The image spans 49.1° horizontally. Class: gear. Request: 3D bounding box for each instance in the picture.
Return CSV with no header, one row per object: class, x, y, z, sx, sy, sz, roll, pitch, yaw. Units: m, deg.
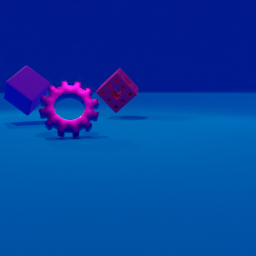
gear,-1.409,-0.464,6.769,1.397,1.397,0.258,-2,-22,-13

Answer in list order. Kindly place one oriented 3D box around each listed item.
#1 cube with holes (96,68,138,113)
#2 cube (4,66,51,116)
cube with holes,-0.414,-1.553,11.531,1.163,1.163,1.163,-40,13,18
cube,-3.554,-1.303,9.874,1.052,1.052,1.052,-57,6,-38
